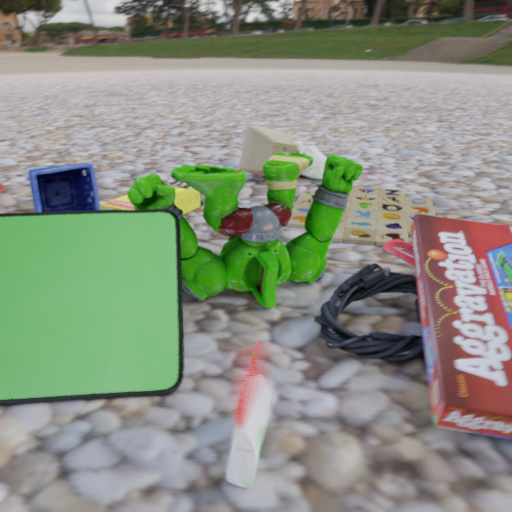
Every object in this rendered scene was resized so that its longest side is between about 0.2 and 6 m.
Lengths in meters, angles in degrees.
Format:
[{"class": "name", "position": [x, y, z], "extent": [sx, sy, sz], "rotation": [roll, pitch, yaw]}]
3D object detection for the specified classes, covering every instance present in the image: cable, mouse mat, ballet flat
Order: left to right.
[{"class": "mouse mat", "position": [-2.550, 0.552, 7.058], "extent": [3.233, 0.122, 2.602], "rotation": [-2, 64, -6]}, {"class": "ballet flat", "position": [1.317, -2.757, 15.888], "extent": [0.948, 0.948, 2.642], "rotation": [-16, 29, -33]}, {"class": "cable", "position": [1.757, 0.876, 7.791], "extent": [1.617, 0.504, 1.982], "rotation": [35, 47, 30]}]

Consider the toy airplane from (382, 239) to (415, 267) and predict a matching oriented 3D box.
[{"class": "toy airplane", "position": [3.644, 0.213, 8.890], "extent": [3.122, 0.574, 3.122], "rotation": [-4, 37, 3]}]

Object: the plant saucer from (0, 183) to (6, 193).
[{"class": "plant saucer", "position": [-7.199, -1.606, 13.950], "extent": [1.450, 0.267, 1.453], "rotation": [-2, 23, -6]}]

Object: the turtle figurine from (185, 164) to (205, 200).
[{"class": "turtle figurine", "position": [-1.403, -1.734, 13.550], "extent": [0.929, 0.690, 0.958], "rotation": [27, 70, 19]}]

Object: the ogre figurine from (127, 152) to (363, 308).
[{"class": "ogre figurine", "position": [-0.097, -0.414, 8.814], "extent": [3.542, 2.124, 1.738], "rotation": [-16, 26, -35]}]

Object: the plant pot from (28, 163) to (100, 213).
[{"class": "plant pot", "position": [-4.184, -1.323, 12.060], "extent": [1.310, 1.310, 1.178], "rotation": [-13, 19, -28]}]

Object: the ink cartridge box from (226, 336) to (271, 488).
[{"class": "ink cartridge box", "position": [-0.015, 1.503, 5.481], "extent": [0.285, 1.138, 0.916], "rotation": [13, 26, 6]}]

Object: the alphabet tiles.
[{"class": "alphabet tiles", "position": [2.425, -0.994, 12.703], "extent": [3.160, 0.120, 3.798], "rotation": [5, 24, 11]}]

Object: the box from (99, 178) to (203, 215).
[{"class": "box", "position": [-2.227, -1.116, 12.328], "extent": [0.935, 0.622, 2.483], "rotation": [13, 27, 28]}]

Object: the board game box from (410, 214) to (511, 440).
[{"class": "board game box", "position": [3.240, 0.694, 7.350], "extent": [2.121, 0.401, 4.120], "rotation": [7, 34, 7]}]

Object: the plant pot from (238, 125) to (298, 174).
[{"class": "plant pot", "position": [0.417, -2.713, 15.040], "extent": [1.221, 1.223, 1.082], "rotation": [3, 20, -33]}]
